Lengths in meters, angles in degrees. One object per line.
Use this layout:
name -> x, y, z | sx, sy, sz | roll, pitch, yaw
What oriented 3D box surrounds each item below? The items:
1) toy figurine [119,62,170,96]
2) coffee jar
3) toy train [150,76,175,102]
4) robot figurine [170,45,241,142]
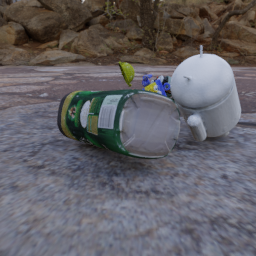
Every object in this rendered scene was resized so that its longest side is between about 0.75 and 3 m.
toy figurine -> 0.656, -1.246, 8.702 | 1.258, 2.101, 1.108 | -21, 7, 8
coffee jar -> -0.399, -0.166, 6.131 | 1.533, 1.254, 2.939 | 9, 0, -35
toy train -> 1.825, -1.649, 11.498 | 1.787, 0.761, 1.018 | 19, -17, -24
robot figurine -> 1.938, -0.765, 6.938 | 1.453, 2.574, 2.183 | 2, 59, 31
